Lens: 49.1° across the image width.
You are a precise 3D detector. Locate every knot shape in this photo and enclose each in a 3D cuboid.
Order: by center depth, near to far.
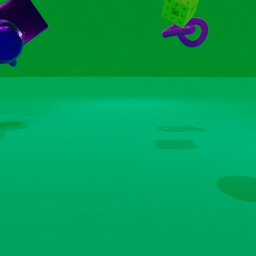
[{"bbox_3d":[1.849,-3.406,9.639,1.445,1.544,0.713,-21,-28,-12],"label":"knot shape"}]

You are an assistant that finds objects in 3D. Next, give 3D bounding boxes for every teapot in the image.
[{"bbox_3d":[-3.857,-2.641,8.291,1.013,2.068,1.286,28,62,33],"label":"teapot"}]

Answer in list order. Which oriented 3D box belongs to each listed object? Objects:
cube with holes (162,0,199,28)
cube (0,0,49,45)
[{"bbox_3d":[1.492,-3.465,7.886,0.719,0.719,0.719,33,-23,11],"label":"cube with holes"},{"bbox_3d":[-3.896,-3.640,9.790,1.335,1.335,1.335,3,45,51],"label":"cube"}]
